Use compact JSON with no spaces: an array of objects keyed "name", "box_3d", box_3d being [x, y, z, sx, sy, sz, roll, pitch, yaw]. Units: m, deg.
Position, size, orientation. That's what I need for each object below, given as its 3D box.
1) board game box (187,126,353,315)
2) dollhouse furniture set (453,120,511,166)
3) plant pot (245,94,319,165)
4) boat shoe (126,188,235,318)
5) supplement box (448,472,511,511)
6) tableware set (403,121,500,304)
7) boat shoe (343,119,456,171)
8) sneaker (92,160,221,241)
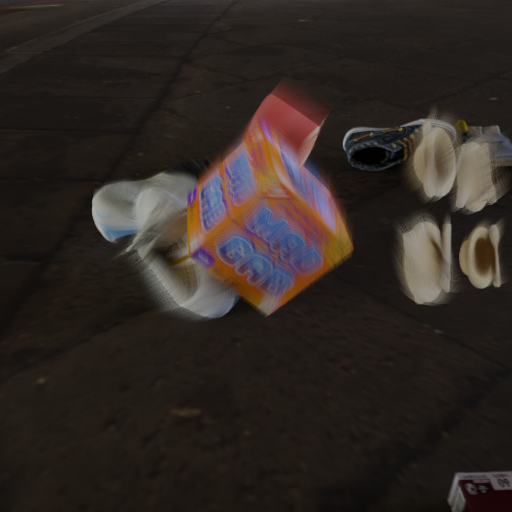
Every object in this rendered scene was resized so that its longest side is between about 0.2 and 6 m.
[{"name":"board game box","box_3d":[0.128,-0.527,8.372,1.666,1.667,1.666,-40,31,20]},{"name":"dollhouse furniture set","box_3d":[6.049,-2.813,12.779,2.490,1.625,2.351,-1,32,-2]},{"name":"plant pot","box_3d":[0.441,-1.941,9.054,0.937,1.059,1.059,26,37,6]},{"name":"boat shoe","box_3d":[-1.431,-0.179,8.545,1.165,1.010,2.733,19,31,-51]},{"name":"supplement box","box_3d":[2.445,2.778,5.041,0.886,0.496,1.628,-2,34,-3]},{"name":"tableware set","box_3d":[2.966,-0.596,8.268,2.906,2.428,0.337,-2,1,-44]},{"name":"boat shoe","box_3d":[3.370,-2.490,13.020,2.623,0.928,1.191,-4,32,7]},{"name":"sneaker","box_3d":[-1.519,-1.008,10.378,2.959,1.072,1.064,-14,55,-17]}]
